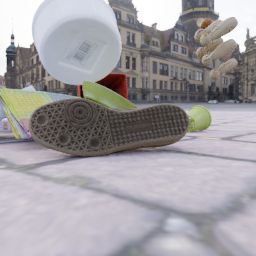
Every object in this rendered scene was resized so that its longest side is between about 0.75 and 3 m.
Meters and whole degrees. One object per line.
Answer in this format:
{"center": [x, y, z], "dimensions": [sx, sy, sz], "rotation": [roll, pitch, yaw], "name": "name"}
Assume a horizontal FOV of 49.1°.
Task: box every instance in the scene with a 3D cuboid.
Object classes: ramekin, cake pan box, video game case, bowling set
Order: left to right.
{"center": [-4.547, -0.115, 9.626], "dimensions": [1.626, 0.425, 1.498], "rotation": [0, 2, -6], "name": "cake pan box"}
{"center": [-3.423, -0.430, 7.308], "dimensions": [1.735, 0.435, 1.914], "rotation": [-40, 20, -31], "name": "video game case"}
{"center": [-1.513, -2.641, 8.675], "dimensions": [2.743, 2.743, 1.337], "rotation": [-2, 47, -23], "name": "ramekin"}
{"center": [2.972, -3.089, 10.347], "dimensions": [1.379, 2.569, 1.788], "rotation": [-33, 51, -2], "name": "bowling set"}

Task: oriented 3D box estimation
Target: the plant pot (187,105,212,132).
{"center": [2.140, -0.227, 9.116], "dimensions": [0.875, 0.875, 0.804], "rotation": [4, 18, 43], "name": "plant pot"}

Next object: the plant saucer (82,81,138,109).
{"center": [-0.344, -0.490, 8.155], "dimensions": [2.505, 0.389, 2.505], "rotation": [32, -8, 5], "name": "plant saucer"}

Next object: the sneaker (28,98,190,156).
{"center": [-0.317, 0.100, 5.160], "dimensions": [2.811, 0.990, 1.062], "rotation": [1, -16, -13], "name": "sneaker"}

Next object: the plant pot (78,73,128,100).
{"center": [-1.528, -1.387, 14.814], "dimensions": [2.498, 2.500, 2.203], "rotation": [-1, -7, -20], "name": "plant pot"}

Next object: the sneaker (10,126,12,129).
{"center": [-2.506, -0.098, 7.386], "dimensions": [1.102, 0.971, 2.473], "rotation": [-17, 4, 4], "name": "sneaker"}

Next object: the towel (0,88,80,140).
{"center": [-1.552, -0.298, 6.532], "dimensions": [2.630, 0.300, 1.889], "rotation": [1, 33, -44], "name": "towel"}
